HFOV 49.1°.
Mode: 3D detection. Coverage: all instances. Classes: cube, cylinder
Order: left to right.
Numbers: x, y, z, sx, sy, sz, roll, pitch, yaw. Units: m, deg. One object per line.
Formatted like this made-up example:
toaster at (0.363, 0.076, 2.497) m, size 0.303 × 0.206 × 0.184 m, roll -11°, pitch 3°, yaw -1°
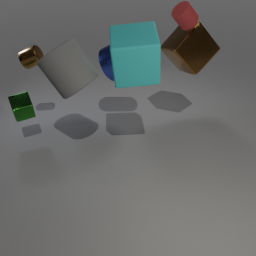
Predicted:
cube at (-3.824, -0.761, 10.115) m, size 0.700 × 0.700 × 0.700 m, roll -19°, pitch 60°, yaw -19°
cylinder at (-3.639, -2.675, 10.576) m, size 0.700 × 0.700 × 0.700 m, roll -20°, pitch 29°, yaw 13°
cylinder at (-1.891, -1.868, 8.885) m, size 1.400 × 1.400 × 1.400 m, roll -32°, pitch 17°, yaw 11°
cylinder at (-0.206, -2.720, 10.986) m, size 1.400 × 1.400 × 1.400 m, roll -18°, pitch 23°, yaw 27°
cube at (0.212, -2.239, 8.592) m, size 1.400 × 1.400 × 1.400 m, roll -5°, pitch 47°, yaw 1°
cylinder at (1.976, -3.886, 9.698) m, size 0.700 × 0.700 × 0.700 m, roll 33°, pitch 8°, yaw -41°
cube at (2.372, -3.109, 10.911) m, size 1.400 × 1.400 × 1.400 m, roll -48°, pitch 26°, yaw 3°
